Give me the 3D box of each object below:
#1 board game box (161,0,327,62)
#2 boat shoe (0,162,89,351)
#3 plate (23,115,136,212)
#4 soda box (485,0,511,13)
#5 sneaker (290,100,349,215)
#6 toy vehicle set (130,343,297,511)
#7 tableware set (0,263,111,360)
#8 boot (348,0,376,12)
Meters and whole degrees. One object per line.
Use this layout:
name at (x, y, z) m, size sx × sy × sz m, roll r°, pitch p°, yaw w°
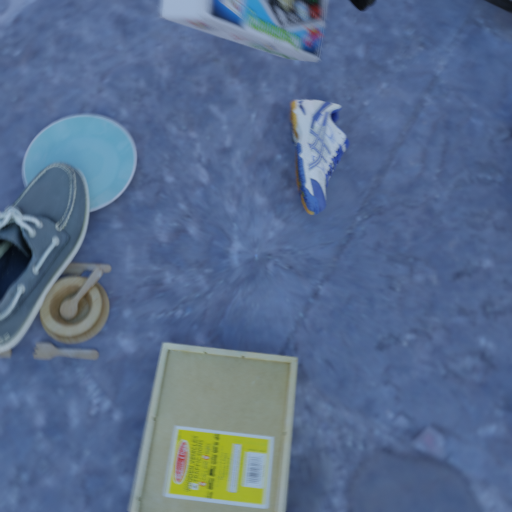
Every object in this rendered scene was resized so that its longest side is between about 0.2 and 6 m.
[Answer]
board game box at (0.112, -3.953, 7.342) m, size 0.618 × 3.569 × 2.253 m, roll 14°, pitch 106°, yaw 24°
boat shoe at (-3.394, -0.175, 8.264) m, size 1.147 × 0.974 × 3.151 m, roll 16°, pitch 67°, yaw 6°
plate at (-2.956, -1.529, 9.467) m, size 1.898 × 0.242 × 1.898 m, roll 0°, pitch 69°, yaw -1°
soda box at (4.806, -5.368, 10.609) m, size 2.686 × 0.850 × 0.950 m, roll 32°, pitch 71°, yaw 11°
sneaker at (1.096, -1.703, 9.231) m, size 0.943 × 0.805 × 2.139 m, roll -3°, pitch 69°, yaw -1°
toy vehicle set at (-0.562, 2.852, 7.573) m, size 1.980 × 0.422 × 3.187 m, roll 7°, pitch 66°, yaw 3°
tableware set at (-3.450, 0.718, 8.467) m, size 2.384 × 0.478 × 1.576 m, roll 2°, pitch 69°, yaw 1°
boot at (1.921, -4.160, 7.223) m, size 1.677 × 2.244 × 0.844 m, roll -39°, pitch 99°, yaw 2°
